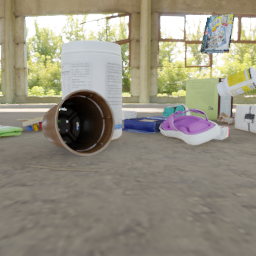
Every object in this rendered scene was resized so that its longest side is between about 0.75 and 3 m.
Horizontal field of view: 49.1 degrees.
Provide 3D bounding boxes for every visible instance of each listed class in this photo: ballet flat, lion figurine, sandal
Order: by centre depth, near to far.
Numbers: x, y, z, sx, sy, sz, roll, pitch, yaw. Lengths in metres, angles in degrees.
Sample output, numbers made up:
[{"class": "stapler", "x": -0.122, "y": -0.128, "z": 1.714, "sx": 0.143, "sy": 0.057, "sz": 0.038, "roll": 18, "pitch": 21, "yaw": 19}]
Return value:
[{"class": "sandal", "x": 1.731, "y": -0.215, "z": 8.182, "sx": 1.236, "sy": 0.746, "sz": 3.037, "roll": -22, "pitch": 12, "yaw": -10}, {"class": "lion figurine", "x": 4.658, "y": -0.387, "z": 12.870, "sx": 0.855, "sy": 0.506, "sz": 1.396, "roll": 5, "pitch": 16, "yaw": -35}, {"class": "ballet flat", "x": 2.566, "y": -0.669, "z": 13.842, "sx": 0.917, "sy": 0.917, "sz": 2.641, "roll": -2, "pitch": 6, "yaw": -15}]

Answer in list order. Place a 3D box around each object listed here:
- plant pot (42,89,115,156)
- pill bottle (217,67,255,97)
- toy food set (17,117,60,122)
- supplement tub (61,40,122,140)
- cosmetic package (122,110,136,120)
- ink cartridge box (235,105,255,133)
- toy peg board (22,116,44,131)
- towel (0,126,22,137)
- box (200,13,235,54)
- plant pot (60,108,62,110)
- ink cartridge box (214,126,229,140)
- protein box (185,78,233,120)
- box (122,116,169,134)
[{"class": "plant pot", "x": -1.239, "y": -0.077, "z": 6.391, "sx": 1.392, "sy": 1.392, "sz": 1.378, "roll": -5, "pitch": -1, "yaw": -35}, {"class": "pill bottle", "x": 3.790, "y": -1.528, "z": 9.659, "sx": 1.299, "sy": 0.728, "sz": 0.728, "roll": -20, "pitch": -7, "yaw": 37}, {"class": "toy food set", "x": -3.301, "y": -0.243, "z": 11.828, "sx": 2.238, "sy": 0.449, "sz": 1.545, "roll": -5, "pitch": -1, "yaw": 3}, {"class": "supplement tub", "x": -1.036, "y": -1.031, "z": 8.145, "sx": 1.757, "sy": 2.664, "sz": 1.757, "roll": 1, "pitch": 6, "yaw": 0}, {"class": "cosmetic package", "x": -0.462, "y": -0.745, "z": 15.402, "sx": 0.822, "sy": 0.504, "sz": 1.992, "roll": -1, "pitch": 6, "yaw": -36}, {"class": "ink cartridge box", "x": 4.932, "y": -0.324, "z": 9.708, "sx": 1.609, "sy": 0.934, "sz": 2.229, "roll": 0, "pitch": 6, "yaw": -1}, {"class": "toy peg board", "x": -3.322, "y": -0.092, "z": 10.352, "sx": 0.988, "sy": 0.485, "sz": 0.992, "roll": -19, "pitch": 11, "yaw": -18}, {"class": "towel", "x": -4.702, "y": 0.156, "z": 8.621, "sx": 2.279, "sy": 0.350, "sz": 1.700, "roll": 5, "pitch": 10, "yaw": 24}, {"class": "box", "x": 3.637, "y": -3.809, "z": 11.388, "sx": 1.102, "sy": 1.614, "sz": 0.304, "roll": 6, "pitch": -14, "yaw": 33}, {"class": "plant pot", "x": -3.345, "y": -1.005, "z": 16.107, "sx": 1.320, "sy": 0.884, "sz": 1.320, "roll": -1, "pitch": 7, "yaw": 0}, {"class": "ink cartridge box", "x": 2.684, "y": 0.124, "z": 8.433, "sx": 0.568, "sy": 0.327, "sz": 0.783, "roll": 4, "pitch": 7, "yaw": 31}, {"class": "protein box", "x": 4.512, "y": -1.625, "z": 15.627, "sx": 1.484, "sy": 2.200, "sz": 2.184, "roll": -5, "pitch": 8, "yaw": -38}, {"class": "box", "x": 1.036, "y": -0.154, "z": 10.599, "sx": 2.689, "sy": 0.436, "sz": 1.629, "roll": -7, "pitch": 10, "yaw": -42}]
